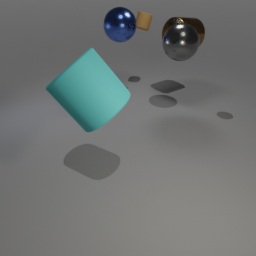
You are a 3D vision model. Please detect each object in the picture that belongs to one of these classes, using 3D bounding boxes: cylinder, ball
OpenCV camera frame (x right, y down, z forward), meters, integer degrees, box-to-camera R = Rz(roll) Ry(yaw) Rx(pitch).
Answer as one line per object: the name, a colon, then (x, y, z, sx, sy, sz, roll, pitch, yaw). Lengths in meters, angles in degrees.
cylinder: (2.488, -4.227, 12.596, 1.400, 1.400, 1.400, -16, 33, -39)
cylinder: (-0.901, -0.858, 6.469, 1.400, 1.400, 1.400, -37, 17, 13)
cylinder: (0.724, -5.033, 13.203, 0.700, 0.700, 0.700, 15, 14, -4)
ball: (-0.330, -4.304, 11.708, 1.400, 1.400, 1.400, 0, 29, 0)
ball: (2.020, -3.281, 10.741, 1.400, 1.400, 1.400, 0, 29, 0)
